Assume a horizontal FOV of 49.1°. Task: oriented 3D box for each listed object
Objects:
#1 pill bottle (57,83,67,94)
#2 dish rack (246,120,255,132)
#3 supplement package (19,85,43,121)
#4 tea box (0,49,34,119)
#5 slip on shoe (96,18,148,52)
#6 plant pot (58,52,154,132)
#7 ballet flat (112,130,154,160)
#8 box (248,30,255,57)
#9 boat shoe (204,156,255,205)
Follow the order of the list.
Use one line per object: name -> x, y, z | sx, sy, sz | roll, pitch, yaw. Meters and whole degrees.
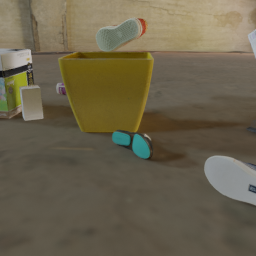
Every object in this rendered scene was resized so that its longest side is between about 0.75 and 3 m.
pill bottle -> -3.068, -2.000, 14.201 | 0.983, 0.552, 0.552 | 2, 19, 3
dish rack -> 4.435, -0.073, 8.936 | 1.255, 0.342, 0.963 | -15, 23, -36
supplement package -> -3.509, -0.927, 10.158 | 0.669, 1.140, 0.667 | -9, 21, -23
tea box -> -4.868, -1.804, 10.862 | 1.584, 2.333, 2.371 | 2, 19, 6
slip on shoe -> -0.285, -3.436, 10.351 | 2.529, 0.937, 0.774 | -4, 19, 47
plant pot -> -0.588, -1.215, 9.182 | 2.641, 2.329, 2.641 | 1, 19, 1
ballet flat -> 0.251, 0.354, 7.391 | 0.579, 0.575, 1.692 | -3, 17, -36
box -> 3.079, -1.515, 6.213 | 0.319, 1.651, 0.342 | 19, -37, -34
boat shoe -> 2.485, 1.061, 5.303 | 0.930, 0.749, 2.005 | 3, 15, -37
